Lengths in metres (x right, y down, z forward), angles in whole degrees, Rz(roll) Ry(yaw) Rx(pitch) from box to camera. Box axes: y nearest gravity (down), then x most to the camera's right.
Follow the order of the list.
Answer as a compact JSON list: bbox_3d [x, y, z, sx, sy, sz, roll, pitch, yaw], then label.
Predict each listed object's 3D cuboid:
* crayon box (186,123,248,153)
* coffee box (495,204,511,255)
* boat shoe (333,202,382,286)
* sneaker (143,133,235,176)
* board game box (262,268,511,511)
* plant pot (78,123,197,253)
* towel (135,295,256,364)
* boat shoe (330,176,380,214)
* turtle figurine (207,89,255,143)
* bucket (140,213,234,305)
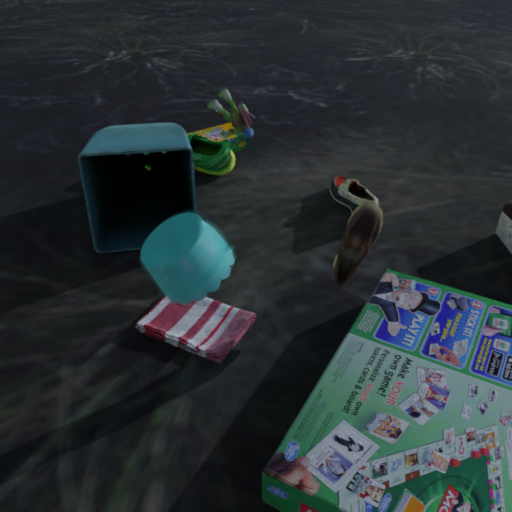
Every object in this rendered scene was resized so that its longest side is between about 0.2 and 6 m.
[{"bbox_3d":[-1.097,-3.114,15.274,1.557,0.454,0.925,-22,41,-27],"label":"crayon box"},{"bbox_3d":[5.699,-0.262,11.078,1.067,0.753,1.887,-3,36,-4],"label":"coffee box"},{"bbox_3d":[1.618,-0.148,9.143,0.549,1.521,0.547,25,36,4],"label":"boat shoe"},{"bbox_3d":[-1.800,-2.667,14.038,2.546,1.064,0.943,3,56,5],"label":"sneaker"},{"bbox_3d":[2.554,2.087,7.885,3.157,0.683,4.692,19,40,23],"label":"board game box"},{"bbox_3d":[-2.440,-1.792,12.150,2.112,2.113,2.990,-5,32,-7],"label":"plant pot"},{"bbox_3d":[-1.037,1.119,9.654,1.738,0.198,1.252,17,38,22],"label":"towel"},{"bbox_3d":[2.244,-1.411,12.802,0.692,0.608,1.944,-11,36,-11],"label":"boat shoe"},{"bbox_3d":[-0.654,-3.462,14.034,0.926,1.248,1.287,-35,27,13],"label":"turtle figurine"},{"bbox_3d":[-1.053,0.011,8.345,1.253,0.815,1.253,-19,41,18],"label":"bucket"}]
